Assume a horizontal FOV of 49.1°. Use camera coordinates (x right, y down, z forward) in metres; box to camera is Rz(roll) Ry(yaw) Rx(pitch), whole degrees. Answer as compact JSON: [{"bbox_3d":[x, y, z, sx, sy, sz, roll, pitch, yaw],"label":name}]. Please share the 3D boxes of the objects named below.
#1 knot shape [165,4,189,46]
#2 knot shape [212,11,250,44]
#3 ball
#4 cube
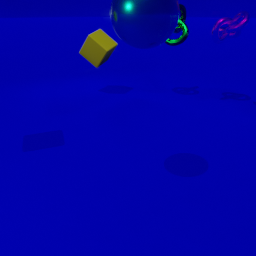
[{"bbox_3d":[1.641,-3.683,10.144,1.521,1.423,0.703,-12,-3,-26],"label":"knot shape"},{"bbox_3d":[3.425,-3.352,9.511,1.349,0.623,1.262,-27,-6,11],"label":"knot shape"},{"bbox_3d":[0.247,-1.688,4.126,1.011,1.011,1.011,0,24,0],"label":"ball"},{"bbox_3d":[-1.155,-3.123,10.999,0.937,0.937,0.937,40,41,-2],"label":"cube"}]
